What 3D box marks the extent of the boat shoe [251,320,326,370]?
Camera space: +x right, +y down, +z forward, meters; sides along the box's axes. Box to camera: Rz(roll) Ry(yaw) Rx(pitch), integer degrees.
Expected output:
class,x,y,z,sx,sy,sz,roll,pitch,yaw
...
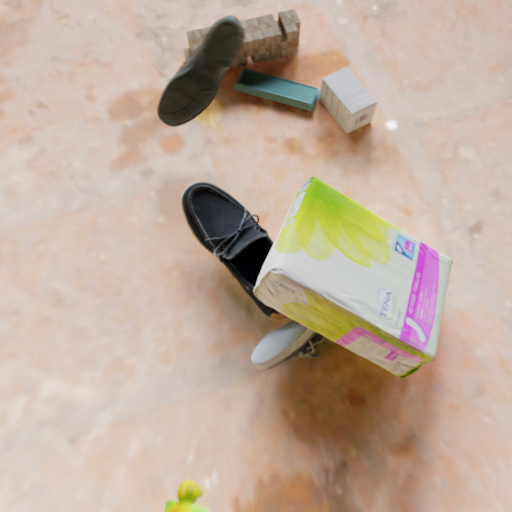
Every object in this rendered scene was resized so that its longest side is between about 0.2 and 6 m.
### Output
class,x,y,z,sx,sy,sz,roll,pitch,yaw
boat shoe,0.686,1.241,8.328,1.689,0.577,0.623,-37,25,-28

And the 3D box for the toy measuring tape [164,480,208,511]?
class,x,y,z,sx,sy,sz,roll,pitch,yaw
toy measuring tape,-0.880,3.766,6.464,0.857,0.857,2.329,4,50,2

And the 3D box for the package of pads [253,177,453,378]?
class,x,y,z,sx,sy,sz,roll,pitch,yaw
package of pads,1.444,0.331,8.058,2.621,0.894,2.025,30,52,-5

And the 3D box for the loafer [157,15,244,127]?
class,x,y,z,sx,sy,sz,roll,pitch,yaw
loafer,-0.906,-3.094,9.457,0.763,2.123,0.668,33,30,-22

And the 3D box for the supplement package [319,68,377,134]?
class,x,y,z,sx,sy,sz,roll,pitch,yaw
supplement package,1.671,-2.856,10.298,0.575,0.577,0.983,-27,67,-12

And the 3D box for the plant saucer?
class,x,y,z,sx,sy,sz,roll,pitch,yaw
plant saucer,0.395,-3.199,10.684,1.617,0.153,0.565,18,61,9

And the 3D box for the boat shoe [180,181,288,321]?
class,x,y,z,sx,sy,sz,roll,pitch,yaw
boat shoe,-0.222,-0.178,8.686,0.988,0.824,2.647,-35,78,-13

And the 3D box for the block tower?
class,x,y,z,sx,sy,sz,roll,pitch,yaw
block tower,-0.253,-4.147,10.891,2.278,0.659,0.615,-16,65,-6
